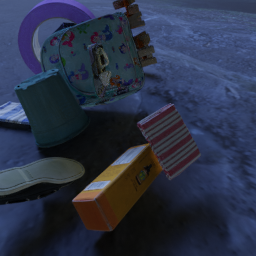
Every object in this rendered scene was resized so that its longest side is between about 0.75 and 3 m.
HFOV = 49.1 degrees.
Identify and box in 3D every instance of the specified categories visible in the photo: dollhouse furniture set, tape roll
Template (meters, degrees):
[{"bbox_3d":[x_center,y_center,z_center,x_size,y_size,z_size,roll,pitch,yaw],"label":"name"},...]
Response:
[{"bbox_3d":[0.153,-3.431,11.171,1.317,2.528,2.556,-19,70,6],"label":"dollhouse furniture set"},{"bbox_3d":[-2.371,-3.079,10.178,2.935,2.935,0.963,-3,33,-5],"label":"tape roll"}]

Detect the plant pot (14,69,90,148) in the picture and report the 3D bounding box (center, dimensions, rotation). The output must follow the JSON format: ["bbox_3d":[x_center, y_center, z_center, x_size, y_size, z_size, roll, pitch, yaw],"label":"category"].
[{"bbox_3d":[-1.944,-0.560,6.976,1.534,1.502,1.534,-19,25,9],"label":"plant pot"}]

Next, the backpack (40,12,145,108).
[{"bbox_3d":[-1.087,-1.876,8.338,2.865,2.543,2.157,-16,3,3],"label":"backpack"}]

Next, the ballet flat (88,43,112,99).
[{"bbox_3d":[-0.619,-1.341,6.440,0.466,1.295,0.466,-11,-3,-1],"label":"ballet flat"}]

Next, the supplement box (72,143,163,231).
[{"bbox_3d":[-0.095,1.009,5.191,0.664,0.642,1.931,-15,15,42],"label":"supplement box"}]

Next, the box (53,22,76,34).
[{"bbox_3d":[-2.333,-4.031,12.882,1.960,1.049,1.455,-16,1,-40],"label":"box"}]

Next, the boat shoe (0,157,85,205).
[{"bbox_3d":[-1.699,1.063,5.360,1.838,0.610,0.687,-12,45,-45],"label":"boat shoe"}]

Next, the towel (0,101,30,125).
[{"bbox_3d":[-3.281,-0.471,8.439,1.590,0.189,1.168,8,28,15],"label":"towel"}]

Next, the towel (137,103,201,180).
[{"bbox_3d":[0.869,0.258,5.758,0.975,1.332,0.199,-31,3,-26],"label":"towel"}]
